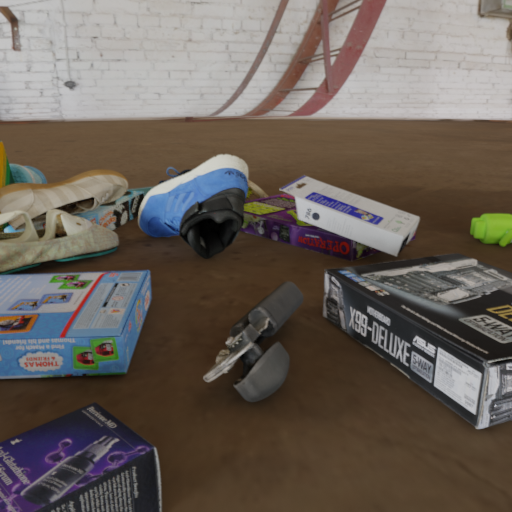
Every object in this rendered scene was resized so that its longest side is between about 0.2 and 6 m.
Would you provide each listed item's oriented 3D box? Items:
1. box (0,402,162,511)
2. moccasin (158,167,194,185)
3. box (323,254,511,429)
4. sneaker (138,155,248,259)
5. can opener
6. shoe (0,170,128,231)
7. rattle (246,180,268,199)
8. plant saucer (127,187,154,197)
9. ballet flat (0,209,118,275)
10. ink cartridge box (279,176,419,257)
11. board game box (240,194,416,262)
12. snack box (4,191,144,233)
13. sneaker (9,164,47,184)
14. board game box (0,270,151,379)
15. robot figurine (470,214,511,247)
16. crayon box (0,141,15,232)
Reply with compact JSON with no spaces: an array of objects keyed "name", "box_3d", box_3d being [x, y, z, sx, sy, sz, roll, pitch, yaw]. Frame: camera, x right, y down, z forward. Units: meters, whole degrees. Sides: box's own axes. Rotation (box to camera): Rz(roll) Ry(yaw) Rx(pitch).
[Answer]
[{"name":"box","box_3d":[-1.219,1.446,3.420,0.768,0.541,1.038,15,23,42]},{"name":"moccasin","box_3d":[-1.412,-1.540,12.541,1.010,0.856,2.509,-14,22,-37]},{"name":"box","box_3d":[2.162,0.669,5.754,1.992,0.628,2.526,-6,18,-22]},{"name":"sneaker","box_3d":[-1.127,-0.534,9.144,2.473,1.376,0.949,-23,-39,34]},{"name":"can opener","box_3d":[0.113,0.851,5.648,0.543,0.681,2.037,-41,-4,23]},{"name":"shoe","box_3d":[-3.134,-0.915,9.433,2.394,0.639,0.837,-18,-18,-46]},{"name":"rattle","box_3d":[-0.016,-1.246,12.690,0.698,0.977,0.636,-49,-5,-20]},{"name":"plant saucer","box_3d":[-3.047,-1.525,13.719,1.678,0.159,0.586,-12,21,-36]},{"name":"ballet flat","box_3d":[-3.196,-0.285,8.391,0.926,0.856,2.744,14,20,37]},{"name":"ink cartridge box","box_3d":[1.445,-0.675,8.891,2.082,0.408,1.035,25,31,20]},{"name":"board game box","box_3d":[1.050,-0.615,10.312,1.911,0.514,3.184,-21,27,-40]},{"name":"snack box","box_3d":[-3.382,-0.817,10.816,1.555,0.497,2.677,3,17,11]},{"name":"sneaker","box_3d":[-5.074,-1.009,10.516,2.462,0.979,1.608,-16,8,3]},{"name":"board game box","box_3d":[-2.535,0.676,6.020,2.555,0.467,1.932,-1,17,-3]},{"name":"robot figurine","box_3d":[4.195,-0.467,9.665,0.894,0.517,0.785,1,17,3]},{"name":"crayon box","box_3d":[-4.587,-0.748,8.393,0.660,1.347,2.267,5,31,15]}]
